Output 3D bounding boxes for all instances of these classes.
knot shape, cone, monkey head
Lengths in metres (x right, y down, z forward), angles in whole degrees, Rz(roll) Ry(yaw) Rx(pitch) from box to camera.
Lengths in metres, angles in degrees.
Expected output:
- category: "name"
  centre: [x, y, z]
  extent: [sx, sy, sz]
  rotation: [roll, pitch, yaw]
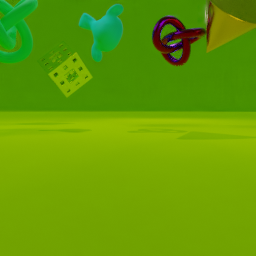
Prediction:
- category: "knot shape"
  centre: [1.289, -2.482, 7.822]
  extent: [1.414, 0.698, 1.511]
  rotation: [22, -40, -29]
- category: "cone"
  centre: [2.314, -2.455, 6.895]
  extent: [1.618, 1.618, 1.624]
  rotation: [-1, -31, -16]
- category: "knot shape"
  centre: [-2.832, -2.401, 6.593]
  extent: [0.832, 1.800, 1.684]
  rotation: [23, 8, 1]
- category: "monkey head"
  centre: [-0.788, -2.848, 8.120]
  extent: [1.217, 1.691, 1.019]
  rotation: [20, 20, -22]

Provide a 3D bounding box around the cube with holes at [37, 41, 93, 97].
- category: "cube with holes"
  centre: [-2.567, -2.399, 11.425]
  extent: [1.355, 1.355, 1.355]
  rotation: [45, -8, 42]
